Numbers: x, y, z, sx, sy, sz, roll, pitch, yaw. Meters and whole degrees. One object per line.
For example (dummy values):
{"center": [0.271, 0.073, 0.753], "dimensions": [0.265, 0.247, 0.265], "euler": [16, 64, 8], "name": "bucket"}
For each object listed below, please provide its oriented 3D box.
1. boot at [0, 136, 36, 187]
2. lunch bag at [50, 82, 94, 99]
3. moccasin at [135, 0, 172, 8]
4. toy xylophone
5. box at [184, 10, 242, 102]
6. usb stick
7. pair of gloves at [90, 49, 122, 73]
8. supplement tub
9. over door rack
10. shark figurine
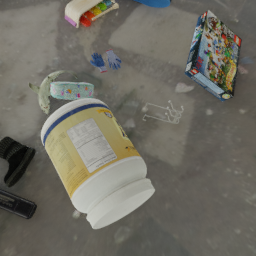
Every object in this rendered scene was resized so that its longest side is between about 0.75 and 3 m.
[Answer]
{"center": [-3.461, 0.966, 8.142], "dimensions": [1.026, 0.516, 1.373], "euler": [21, 54, 3], "name": "boot"}
{"center": [-1.730, -1.173, 8.729], "dimensions": [1.285, 1.031, 0.495], "euler": [-2, 102, -26], "name": "lunch bag"}
{"center": [0.583, -5.708, 11.321], "dimensions": [2.642, 1.063, 0.901], "euler": [23, 77, 10], "name": "moccasin"}
{"center": [-1.402, -4.794, 11.153], "dimensions": [2.239, 0.563, 1.639], "euler": [-34, 67, -16], "name": "toy xylophone"}
{"center": [2.940, -2.445, 9.433], "dimensions": [1.787, 0.493, 2.617], "euler": [29, 62, -22], "name": "box"}
{"center": [-3.355, 2.022, 7.749], "dimensions": [1.712, 0.279, 0.475], "euler": [18, 70, 9], "name": "usb stick"}
{"center": [-0.784, -2.344, 9.838], "dimensions": [1.061, 0.121, 0.853], "euler": [-21, 74, -20], "name": "pair of gloves"}
{"center": [-0.800, 0.884, 7.322], "dimensions": [2.077, 2.077, 2.876], "euler": [-28, 66, -14], "name": "supplement tub"}
{"center": [1.082, -0.510, 8.742], "dimensions": [1.167, 0.862, 0.389], "euler": [7, 65, 3], "name": "over door rack"}
{"center": [-2.579, -1.462, 9.387], "dimensions": [1.084, 0.757, 1.815], "euler": [39, 75, -14], "name": "shark figurine"}
